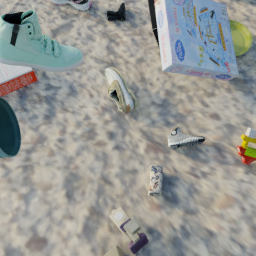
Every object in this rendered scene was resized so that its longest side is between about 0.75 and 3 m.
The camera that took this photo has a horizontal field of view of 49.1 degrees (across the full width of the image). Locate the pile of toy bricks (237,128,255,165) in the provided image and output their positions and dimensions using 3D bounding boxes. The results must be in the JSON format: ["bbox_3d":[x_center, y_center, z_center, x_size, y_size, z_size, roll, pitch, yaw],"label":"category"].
[{"bbox_3d":[4.494,1.078,7.800,2.695,1.495,1.330,17,102,-3],"label":"pile of toy bricks"}]

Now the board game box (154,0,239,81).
[{"bbox_3d":[2.270,-3.064,9.268,2.770,0.571,2.777,3,74,-27],"label":"board game box"}]

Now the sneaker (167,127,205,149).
[{"bbox_3d":[1.745,0.222,8.582,1.144,0.429,0.661,-9,60,-3],"label":"sneaker"}]

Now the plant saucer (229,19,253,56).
[{"bbox_3d":[3.716,-3.324,10.501,1.778,0.276,1.778,0,65,1],"label":"plant saucer"}]

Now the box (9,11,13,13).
[{"bbox_3d":[-4.228,-3.625,10.461,0.804,0.698,1.217,-40,69,-19],"label":"box"}]

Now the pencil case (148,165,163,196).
[{"bbox_3d":[0.767,1.490,7.939,0.398,0.346,0.890,4,62,3],"label":"pencil case"}]

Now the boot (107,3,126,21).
[{"bbox_3d":[-0.478,-4.669,11.218,0.749,0.340,0.891,-1,68,-5],"label":"boot"}]

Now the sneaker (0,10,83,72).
[{"bbox_3d":[-2.007,-2.106,6.792,2.201,1.298,0.810,-3,53,-30],"label":"sneaker"}]

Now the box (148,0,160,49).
[{"bbox_3d":[1.243,-3.872,10.245,0.675,1.208,1.712,-14,60,18],"label":"box"}]

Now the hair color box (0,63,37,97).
[{"bbox_3d":[-4.202,-1.722,9.515,1.904,0.583,0.967,-27,66,-14],"label":"hair color box"}]

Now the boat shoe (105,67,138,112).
[{"bbox_3d":[-0.363,-1.290,9.246,0.601,0.657,1.758,-26,66,-19],"label":"boat shoe"}]

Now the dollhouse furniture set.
[{"bbox_3d":[-0.554,2.706,6.957,1.656,1.312,1.175,-36,52,-14],"label":"dollhouse furniture set"}]

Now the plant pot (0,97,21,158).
[{"bbox_3d":[-3.312,0.080,6.601,0.975,1.455,1.455,-13,62,3],"label":"plant pot"}]

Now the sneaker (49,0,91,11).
[{"bbox_3d":[-2.459,-5.564,11.392,2.062,0.890,0.828,17,62,10],"label":"sneaker"}]
